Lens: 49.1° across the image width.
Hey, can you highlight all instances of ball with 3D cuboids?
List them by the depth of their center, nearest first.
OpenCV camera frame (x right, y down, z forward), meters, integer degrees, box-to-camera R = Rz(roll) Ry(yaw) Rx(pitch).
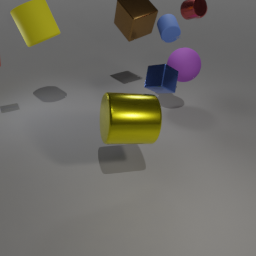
[{"bbox_3d":[2.324,-2.616,11.645,1.400,1.400,1.400,0,31,0],"label":"ball"}]

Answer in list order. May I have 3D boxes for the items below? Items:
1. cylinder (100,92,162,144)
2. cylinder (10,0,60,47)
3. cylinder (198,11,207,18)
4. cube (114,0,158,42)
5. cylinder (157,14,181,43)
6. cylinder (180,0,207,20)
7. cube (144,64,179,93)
[{"bbox_3d":[0.029,-0.255,7.708,1.400,1.400,1.400,1,29,-17],"label":"cylinder"},{"bbox_3d":[-3.569,-4.081,10.882,1.400,1.400,1.400,-20,21,8],"label":"cylinder"},{"bbox_3d":[2.787,-4.784,11.215,0.700,0.700,0.700,12,20,19],"label":"cylinder"},{"bbox_3d":[0.339,-5.229,13.198,1.400,1.400,1.400,-28,71,-21],"label":"cube"},{"bbox_3d":[1.426,-3.493,9.824,0.700,0.700,0.700,-5,57,-8],"label":"cylinder"},{"bbox_3d":[2.424,-4.422,10.353,0.700,0.700,0.700,-18,18,-27],"label":"cylinder"},{"bbox_3d":[1.026,-1.491,8.574,0.700,0.700,0.700,6,-7,45],"label":"cube"}]
